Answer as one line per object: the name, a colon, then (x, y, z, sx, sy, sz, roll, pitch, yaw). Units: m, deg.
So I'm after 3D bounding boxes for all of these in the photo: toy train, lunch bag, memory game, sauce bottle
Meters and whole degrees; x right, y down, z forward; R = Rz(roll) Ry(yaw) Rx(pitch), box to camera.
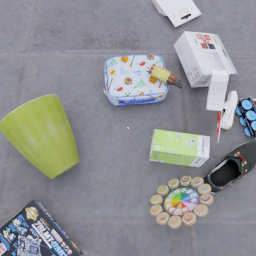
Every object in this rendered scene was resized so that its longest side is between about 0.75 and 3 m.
toy train: (5.010, -0.421, 11.075, 1.010, 0.766, 1.767, -9, 67, -13)
lunch bag: (0.275, -1.905, 11.497, 2.655, 1.003, 2.127, -6, 72, -3)
memory game: (1.764, 2.426, 9.484, 2.238, 0.143, 2.238, -20, 28, 11)
sauce bottle: (1.498, -1.955, 10.819, 1.463, 0.483, 0.483, 30, 72, 2)

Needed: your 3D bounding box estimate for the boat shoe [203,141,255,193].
boat shoe: (3.971, 1.380, 10.310, 2.768, 0.867, 1.013, -34, 71, -14)

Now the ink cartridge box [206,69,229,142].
ink cartridge box: (3.015, -0.873, 9.711, 0.544, 2.434, 2.145, 8, 106, 15)

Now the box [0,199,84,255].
box: (-3.295, 4.221, 9.310, 2.622, 0.651, 2.602, 43, 74, 15)

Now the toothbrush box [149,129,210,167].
toothbrush box: (1.826, 0.779, 10.217, 1.948, 1.419, 0.839, 8, 69, 4)

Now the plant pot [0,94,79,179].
plant pot: (-2.897, 0.479, 10.101, 2.343, 2.343, 2.504, -32, 87, -12)

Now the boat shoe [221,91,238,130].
boat shoe: (3.968, -0.778, 11.258, 0.588, 0.600, 1.696, 15, 71, 5)

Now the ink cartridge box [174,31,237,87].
ink cartridge box: (3.249, -2.871, 11.756, 1.909, 0.912, 2.175, -7, 67, -27)

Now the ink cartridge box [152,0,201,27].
ink cartridge box: (2.306, -5.722, 13.313, 1.561, 0.483, 1.925, -29, 80, -11)
